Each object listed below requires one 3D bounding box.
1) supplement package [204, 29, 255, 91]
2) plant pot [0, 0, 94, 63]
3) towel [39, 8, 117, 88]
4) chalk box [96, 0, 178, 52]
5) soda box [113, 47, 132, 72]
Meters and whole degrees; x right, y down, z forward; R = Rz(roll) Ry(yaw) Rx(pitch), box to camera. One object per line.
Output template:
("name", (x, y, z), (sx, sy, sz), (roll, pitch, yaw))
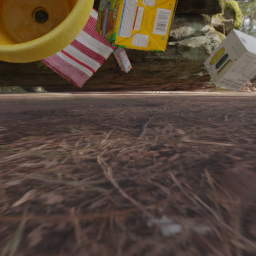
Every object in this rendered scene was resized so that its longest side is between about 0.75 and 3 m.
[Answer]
("supplement package", (3.438, -2.131, 8.967), (1.082, 1.090, 1.436), (9, -40, -28))
("plant pot", (-1.892, -2.457, 5.166), (2.685, 2.685, 2.526), (-1, 3, -4))
("towel", (-1.657, -3.099, 10.275), (2.158, 2.996, 0.341), (35, -17, 10))
("chalk box", (0.044, -3.513, 8.522), (1.657, 1.665, 2.676), (0, 28, -23))
("soda box", (-0.203, -2.557, 10.514), (0.333, 0.975, 0.310), (31, 72, 35))
